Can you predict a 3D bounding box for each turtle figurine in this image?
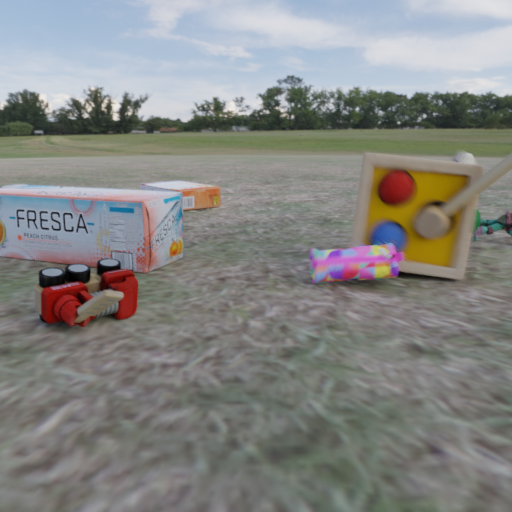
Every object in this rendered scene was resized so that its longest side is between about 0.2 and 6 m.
[{"bbox_3d":[5.398,-0.605,12.001,1.388,0.699,1.039,-1,12,22],"label":"turtle figurine"}]

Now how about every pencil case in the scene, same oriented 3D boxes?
[{"bbox_3d":[1.512,0.106,8.610,1.384,0.612,0.612,-6,13,5],"label":"pencil case"}]

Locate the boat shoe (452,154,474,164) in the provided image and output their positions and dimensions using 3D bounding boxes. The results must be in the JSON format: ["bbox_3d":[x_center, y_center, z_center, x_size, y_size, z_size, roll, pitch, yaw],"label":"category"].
[{"bbox_3d":[3.648,-1.144,10.994,0.686,1.909,0.568,15,9,-43],"label":"boat shoe"}]

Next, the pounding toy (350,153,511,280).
[{"bbox_3d":[2.793,-0.794,9.025,2.317,2.133,1.647,8,12,12],"label":"pounding toy"}]

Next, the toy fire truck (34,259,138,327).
[{"bbox_3d":[-1.919,0.519,6.908,1.202,0.879,1.366,-11,28,-41],"label":"toy fire truck"}]

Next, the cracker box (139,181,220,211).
[{"bbox_3d":[-2.397,-1.895,17.470,1.551,0.668,2.316,-11,18,-38],"label":"cracker box"}]

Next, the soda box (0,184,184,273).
[{"bbox_3d":[-3.381,-0.607,10.539,4.019,1.278,1.375,6,14,22],"label":"soda box"}]
